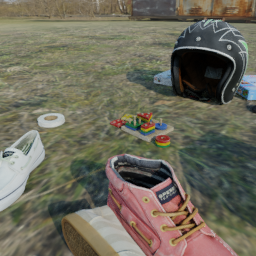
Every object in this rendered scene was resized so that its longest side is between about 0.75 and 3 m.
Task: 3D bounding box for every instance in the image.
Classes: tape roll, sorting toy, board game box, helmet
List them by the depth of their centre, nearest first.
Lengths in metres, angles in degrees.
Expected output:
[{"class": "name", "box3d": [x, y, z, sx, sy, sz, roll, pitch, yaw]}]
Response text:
[{"class": "sorting toy", "box3d": [0.493, -0.127, 7.845, 1.064, 0.373, 2.207, -22, 32, -39]}, {"class": "tape roll", "box3d": [-2.290, -0.235, 8.343, 0.791, 0.145, 0.791, 1, 25, 0]}, {"class": "helmet", "box3d": [2.859, -2.402, 9.916, 2.834, 2.702, 2.834, 0, 24, 0]}, {"class": "board game box", "box3d": [5.014, -1.643, 11.039, 1.700, 0.411, 2.247, -2, 25, -4]}, {"class": "board game box", "box3d": [2.255, -2.290, 12.495, 1.301, 0.357, 2.061, 19, 31, 34]}]

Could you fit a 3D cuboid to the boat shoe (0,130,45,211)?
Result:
[{"class": "boat shoe", "box3d": [-2.339, 0.729, 5.576, 0.795, 0.721, 2.160, 1, 25, 3]}]

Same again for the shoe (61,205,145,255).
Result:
[{"class": "shoe", "box3d": [0.077, 1.718, 3.183, 0.702, 0.920, 2.630, -11, 28, -34]}]

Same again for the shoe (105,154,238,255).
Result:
[{"class": "shoe", "box3d": [0.590, 1.287, 3.689, 0.926, 1.179, 2.593, -25, 35, -34]}]

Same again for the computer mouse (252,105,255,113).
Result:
[{"class": "computer mouse", "box3d": [4.876, -0.765, 9.219, 1.595, 0.367, 1.120, 4, 26, 8]}]
